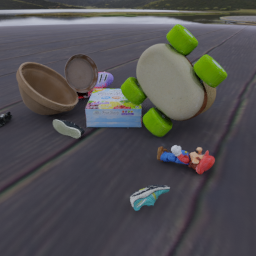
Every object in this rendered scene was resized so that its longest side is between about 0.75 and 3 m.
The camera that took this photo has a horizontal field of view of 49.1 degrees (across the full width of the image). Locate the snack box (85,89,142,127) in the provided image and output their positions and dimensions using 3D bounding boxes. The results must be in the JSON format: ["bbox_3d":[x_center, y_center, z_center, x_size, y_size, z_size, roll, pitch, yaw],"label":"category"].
[{"bbox_3d":[-0.402,-0.701,9.026,1.674,0.672,1.985,0,24,0],"label":"snack box"}]

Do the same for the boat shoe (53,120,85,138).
[{"bbox_3d":[-1.657,-0.019,7.893,1.029,0.385,0.341,16,28,28],"label":"boat shoe"}]

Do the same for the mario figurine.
[{"bbox_3d":[1.320,0.583,6.283,1.223,0.648,0.755,9,26,22],"label":"mario figurine"}]

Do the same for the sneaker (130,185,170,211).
[{"bbox_3d":[0.402,1.230,5.054,0.812,0.323,0.315,-15,5,-26],"label":"sneaker"}]

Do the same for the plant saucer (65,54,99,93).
[{"bbox_3d":[-1.549,-1.789,9.230,1.258,1.258,0.202,-20,14,-37],"label":"plant saucer"}]

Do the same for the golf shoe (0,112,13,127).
[{"bbox_3d":[-3.898,-0.222,8.515,0.386,0.317,0.816,-10,18,23],"label":"golf shoe"}]

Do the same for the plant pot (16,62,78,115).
[{"bbox_3d":[-2.729,-1.107,9.065,2.059,0.950,2.059,35,25,-19],"label":"plant pot"}]

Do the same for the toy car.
[{"bbox_3d":[1.717,-1.237,8.301,2.884,2.369,2.276,-2,53,-54],"label":"toy car"}]

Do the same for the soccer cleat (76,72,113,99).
[{"bbox_3d":[-1.480,-1.594,11.020,2.511,0.837,0.960,-18,54,-40],"label":"soccer cleat"}]
